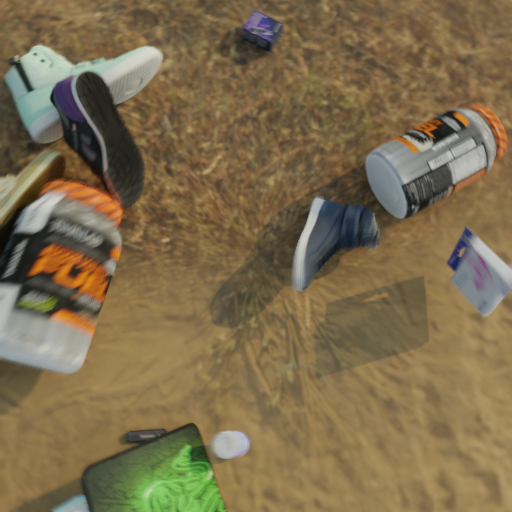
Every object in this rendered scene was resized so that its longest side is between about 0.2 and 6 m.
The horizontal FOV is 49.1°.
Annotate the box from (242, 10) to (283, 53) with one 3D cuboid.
[{"bbox_3d":[0.142,-4.847,12.080,0.739,0.386,0.547,27,78,7],"label":"box"}]

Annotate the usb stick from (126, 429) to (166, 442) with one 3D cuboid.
[{"bbox_3d":[-2.025,3.308,10.322,0.732,0.119,0.203,-4,77,-1],"label":"usb stick"}]

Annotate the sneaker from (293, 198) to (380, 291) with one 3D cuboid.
[{"bbox_3d":[1.537,-0.151,10.502,1.426,0.751,1.974,12,66,17],"label":"sneaker"}]

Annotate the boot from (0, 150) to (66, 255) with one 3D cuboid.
[{"bbox_3d":[-5.285,-1.412,10.990,2.094,0.976,2.708,37,83,9],"label":"boot"}]

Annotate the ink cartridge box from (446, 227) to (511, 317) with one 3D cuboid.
[{"bbox_3d":[3.933,0.307,10.060,0.272,1.231,1.254,-28,61,-17],"label":"ink cartridge box"}]

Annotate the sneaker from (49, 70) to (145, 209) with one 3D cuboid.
[{"bbox_3d":[-3.082,-2.170,10.869,1.152,0.996,2.630,-3,114,35],"label":"sneaker"}]

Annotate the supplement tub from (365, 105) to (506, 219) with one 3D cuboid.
[{"bbox_3d":[3.468,-1.866,10.834,2.397,1.469,1.469,-29,79,-7],"label":"supplement tub"}]

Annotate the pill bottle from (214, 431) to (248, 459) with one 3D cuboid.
[{"bbox_3d":[-0.409,3.323,9.860,0.454,0.809,0.454,-5,72,16],"label":"pill bottle"}]

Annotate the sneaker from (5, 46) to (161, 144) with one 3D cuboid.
[{"bbox_3d":[-3.595,-3.849,11.415,3.094,1.139,1.825,-32,84,-5],"label":"sneaker"}]

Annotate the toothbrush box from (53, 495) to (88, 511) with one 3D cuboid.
[{"bbox_3d":[-2.482,4.733,8.766,1.066,2.499,1.830,-20,77,-4],"label":"toothbrush box"}]

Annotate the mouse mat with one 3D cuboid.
[{"bbox_3d":[-1.399,4.100,8.868,0.111,2.962,2.383,-26,77,24],"label":"mouse mat"}]

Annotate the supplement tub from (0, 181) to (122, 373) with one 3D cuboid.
[{"bbox_3d":[-3.582,0.368,9.984,1.895,1.895,3.093,12,71,3],"label":"supplement tub"}]
